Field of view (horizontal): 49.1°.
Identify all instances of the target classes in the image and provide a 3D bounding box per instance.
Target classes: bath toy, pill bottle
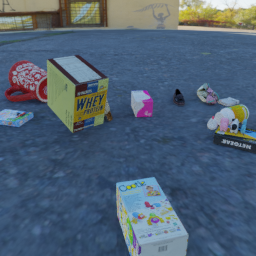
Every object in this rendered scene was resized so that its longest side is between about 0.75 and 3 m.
[{"bbox_3d":[3.662,-0.166,10.420,1.360,0.503,0.591,7,25,18],"label":"bath toy"},{"bbox_3d":[4.357,-0.517,11.817,1.354,0.752,0.752,-13,28,-26],"label":"pill bottle"}]

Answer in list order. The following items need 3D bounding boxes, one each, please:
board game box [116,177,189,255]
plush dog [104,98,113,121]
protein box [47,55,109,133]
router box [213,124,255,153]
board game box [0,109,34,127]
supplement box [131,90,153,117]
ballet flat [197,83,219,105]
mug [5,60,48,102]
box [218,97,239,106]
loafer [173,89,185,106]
[{"bbox_3d":[0.418,2.060,6.080,0.993,0.975,1.894,-6,26,-13],"label":"board game box"},{"bbox_3d":[-1.648,-0.821,12.223,1.628,1.521,1.896,-17,-2,-5],"label":"plush dog"},{"bbox_3d":[-1.836,-1.256,9.928,1.302,1.916,1.930,-20,47,-35],"label":"protein box"},{"bbox_3d":[4.104,0.350,10.390,1.594,0.407,1.189,13,28,26],"label":"router box"},{"bbox_3d":[-5.095,-0.448,12.260,1.466,0.268,1.109,6,26,14],"label":"board game box"},{"bbox_3d":[0.632,-1.169,13.168,0.791,0.808,1.563,-2,24,-6],"label":"supplement box"},{"bbox_3d":[4.105,-1.804,14.740,0.805,0.782,2.262,-18,24,9],"label":"ballet flat"},{"bbox_3d":[-5.018,-2.166,14.871,2.641,2.344,1.762,26,-1,36],"label":"mug"},{"bbox_3d":[5.123,-1.334,14.262,0.837,0.172,0.652,-13,28,-27],"label":"box"},{"bbox_3d":[2.595,-1.595,14.444,0.551,0.483,1.534,0,25,-1],"label":"loafer"}]
